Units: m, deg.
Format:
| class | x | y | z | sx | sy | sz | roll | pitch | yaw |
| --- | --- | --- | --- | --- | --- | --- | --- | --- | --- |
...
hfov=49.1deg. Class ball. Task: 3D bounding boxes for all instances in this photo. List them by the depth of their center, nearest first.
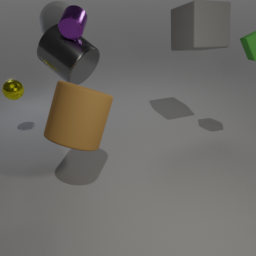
| class | x | y | z | sx | sy | sz | roll | pitch | yaw |
| --- | --- | --- | --- | --- | --- | --- | --- | --- | --- |
| ball | -3.891 | -1.292 | 9.502 | 0.700 | 0.700 | 0.700 | 0 | 29 | 0 |
| ball | -2.371 | -3.656 | 9.755 | 1.400 | 1.400 | 1.400 | 0 | 29 | 0 |

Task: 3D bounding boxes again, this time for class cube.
| class | x | y | z | sx | sy | sz | roll | pitch | yaw |
| --- | --- | --- | --- | --- | --- | --- | --- | --- | --- |
| cube | 3.769 | -2.419 | 8.067 | 0.700 | 0.700 | 0.700 | -25 | 13 | 14 |
| cube | 2.380 | -3.350 | 9.340 | 1.400 | 1.400 | 1.400 | -8 | 13 | -22 |

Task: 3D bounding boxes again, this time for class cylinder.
| class | x | y | z | sx | sy | sz | roll | pitch | yaw |
| --- | --- | --- | --- | --- | --- | --- | --- | --- | --- |
| cylinder | -1.217 | -0.309 | 6.918 | 1.400 | 1.400 | 1.400 | 16 | 7 | -2 |
| cylinder | -1.568 | -3.018 | 8.020 | 0.700 | 0.700 | 0.700 | 3 | 51 | 5 |
| cylinder | -1.844 | -2.277 | 8.759 | 1.400 | 1.400 | 1.400 | 40 | 40 | 10 |
